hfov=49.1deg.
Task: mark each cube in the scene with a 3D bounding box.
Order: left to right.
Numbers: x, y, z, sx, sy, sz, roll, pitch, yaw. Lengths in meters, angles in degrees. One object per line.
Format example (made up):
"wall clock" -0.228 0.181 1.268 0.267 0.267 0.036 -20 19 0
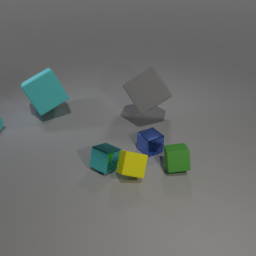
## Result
"cube" -3.557 -1.591 12.003 1.400 1.400 1.400 -33 23 -9
"cube" -0.725 0.957 9.039 0.700 0.700 0.700 21 20 31
"cube" 0.110 1.090 8.522 0.700 0.700 0.700 13 -5 -16
"cube" 0.813 -1.526 11.286 1.400 1.400 1.400 -32 3 12
"cube" 0.791 0.504 9.968 0.700 0.700 0.700 -17 35 -27
"cube" 1.545 0.936 8.880 0.700 0.700 0.700 -6 14 1

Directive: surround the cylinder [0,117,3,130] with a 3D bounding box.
"cylinder" -5.431 -0.204 10.991 0.700 0.700 0.700 14 33 19
